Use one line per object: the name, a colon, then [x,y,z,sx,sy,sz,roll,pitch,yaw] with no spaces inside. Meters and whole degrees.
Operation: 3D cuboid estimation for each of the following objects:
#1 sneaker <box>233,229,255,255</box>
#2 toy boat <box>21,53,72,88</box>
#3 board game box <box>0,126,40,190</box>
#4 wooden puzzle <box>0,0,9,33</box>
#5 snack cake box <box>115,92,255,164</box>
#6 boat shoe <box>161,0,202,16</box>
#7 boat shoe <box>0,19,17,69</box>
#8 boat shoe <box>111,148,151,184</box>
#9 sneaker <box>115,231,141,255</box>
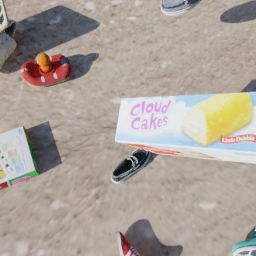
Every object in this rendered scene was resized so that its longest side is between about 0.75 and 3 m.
sneaker: [3.567,2.683,7.038,2.292,0.888,0.913,-15,48,-15]
toy boat: [-2.715,-2.031,9.208,1.605,1.049,1.047,-19,64,-9]
board game box: [-3.756,0.978,8.018,2.035,0.410,1.557,-20,65,-10]
wooden puzzle: [-4.925,-3.279,9.324,2.254,0.522,2.088,-41,46,9]
snack cake box: [1.380,0.048,5.462,2.881,1.657,0.968,2,80,39]
boat shoe: [1.743,-3.996,7.620,1.216,2.623,0.979,0,79,-48]
boat shoe: [-4.379,-2.966,9.784,0.872,0.890,2.515,-3,62,-1]
boat shoe: [0.121,1.013,7.945,0.522,0.514,1.449,39,69,18]
sneaker: [0.230,3.161,6.839,0.817,0.517,1.452,-19,72,-5]
